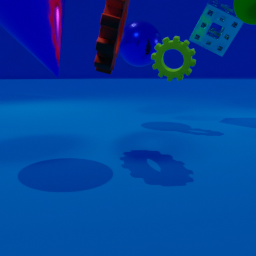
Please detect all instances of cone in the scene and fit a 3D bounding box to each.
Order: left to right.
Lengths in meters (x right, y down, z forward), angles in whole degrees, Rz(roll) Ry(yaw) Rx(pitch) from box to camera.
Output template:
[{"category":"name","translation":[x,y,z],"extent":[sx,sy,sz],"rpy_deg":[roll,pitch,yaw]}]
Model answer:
[{"category":"cone","translation":[-1.528,-1.584,5.052],"extent":[1.415,1.420,1.415],"rpy_deg":[-21,4,1]},{"category":"cone","translation":[2.716,-2.983,5.958],"extent":[1.109,1.109,1.113],"rpy_deg":[1,46,4]}]

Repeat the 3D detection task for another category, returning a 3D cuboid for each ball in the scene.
[{"category":"ball","translation":[0.371,-2.634,8.812],"extent":[1.383,1.383,1.383],"rpy_deg":[0,11,0]}]

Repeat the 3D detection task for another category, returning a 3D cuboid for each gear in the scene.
[{"category":"gear","translation":[-0.274,-1.874,5.275],"extent":[0.307,1.661,1.661],"rpy_deg":[14,11,-2]},{"category":"gear","translation":[1.272,-1.928,7.870],"extent":[1.217,1.217,0.225],"rpy_deg":[4,30,20]}]

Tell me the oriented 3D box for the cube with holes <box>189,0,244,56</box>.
[{"category":"cube with holes","translation":[3.033,-3.474,9.569],"extent":[1.268,1.268,1.268],"rpy_deg":[28,38,3]}]
